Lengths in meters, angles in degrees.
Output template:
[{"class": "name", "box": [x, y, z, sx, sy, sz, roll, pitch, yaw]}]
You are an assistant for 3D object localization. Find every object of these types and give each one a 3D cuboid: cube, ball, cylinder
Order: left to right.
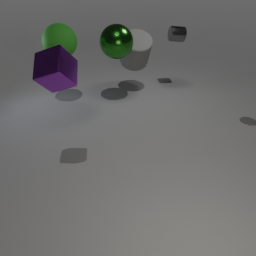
[{"class": "cube", "box": [-1.607, -1.301, 6.255, 0.700, 0.700, 0.700, -11, 68, 21]}, {"class": "ball", "box": [-2.772, -3.521, 11.372, 1.400, 1.400, 1.400, 0, 31, 0]}, {"class": "ball", "box": [-0.472, -3.563, 11.566, 1.400, 1.400, 1.400, 0, 31, 0]}, {"class": "cylinder", "box": [0.358, -3.670, 13.238, 1.400, 1.400, 1.400, 3, 61, -6]}, {"class": "cylinder", "box": [2.311, -4.434, 13.208, 0.700, 0.700, 0.700, 0, 30, -12]}]
